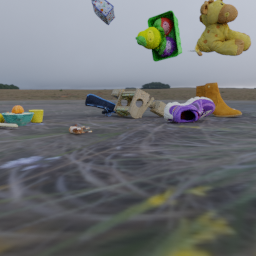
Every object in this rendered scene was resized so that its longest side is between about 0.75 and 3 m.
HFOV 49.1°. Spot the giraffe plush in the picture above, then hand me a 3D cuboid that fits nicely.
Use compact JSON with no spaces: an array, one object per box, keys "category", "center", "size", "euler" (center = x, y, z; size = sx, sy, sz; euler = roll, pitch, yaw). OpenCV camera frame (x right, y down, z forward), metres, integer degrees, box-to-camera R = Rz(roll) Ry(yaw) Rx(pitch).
[{"category":"giraffe plush","center":[2.687,-3.027,8.269],"size":[1.830,1.484,1.579],"euler":[1,28,13]}]

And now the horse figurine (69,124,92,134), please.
[{"category":"horse figurine","center":[-1.488,0.047,8.259],"size":[0.608,0.229,0.918],"euler":[-5,9,-35]}]

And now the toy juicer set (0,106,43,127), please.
[{"category":"toy juicer set","center":[-4.339,-0.459,10.296],"size":[1.719,0.735,2.702],"euler":[1,8,3]}]

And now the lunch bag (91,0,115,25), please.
[{"category":"lunch bag","center":[-0.774,-3.584,8.407],"size":[0.754,0.467,0.641],"euler":[39,-5,7]}]

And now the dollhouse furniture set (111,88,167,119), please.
[{"category":"dollhouse furniture set","center":[0.420,-0.961,14.333],"size":[2.133,1.341,2.412],"euler":[24,-7,-31]}]

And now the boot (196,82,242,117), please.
[{"category":"boot","center":[4.546,-1.449,14.214],"size":[2.414,1.728,0.849],"euler":[6,10,36]}]

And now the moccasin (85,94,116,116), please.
[{"category":"moccasin","center":[-1.210,-1.039,14.595],"size":[2.151,0.733,0.865],"euler":[22,-8,-5]}]

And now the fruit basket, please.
[{"category":"fruit basket","center":[1.289,-3.715,11.453],"size":[1.423,1.973,1.973],"euler":[-5,3,37]}]

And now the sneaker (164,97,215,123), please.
[{"category":"sneaker","center":[2.705,-0.580,11.570],"size":[2.576,1.039,1.075],"euler":[-14,29,-30]}]
